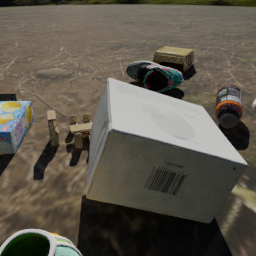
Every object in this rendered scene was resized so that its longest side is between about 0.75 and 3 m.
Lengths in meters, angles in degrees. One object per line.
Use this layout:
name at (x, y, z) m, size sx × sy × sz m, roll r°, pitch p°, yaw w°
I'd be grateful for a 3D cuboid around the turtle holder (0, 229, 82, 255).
turtle holder at (-1.252, 2.063, 3.273) m, size 1.388 × 1.297 × 1.827 m, roll 17°, pitch 33°, yaw 27°

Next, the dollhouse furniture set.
dollhouse furniture set at (-1.514, -0.065, 7.652) m, size 1.261 × 0.821 × 1.159 m, roll -8°, pitch 30°, yaw -14°

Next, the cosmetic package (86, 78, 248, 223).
cosmetic package at (0.533, 0.334, 5.613) m, size 2.394 × 1.476 × 2.401 m, roll 16°, pitch 27°, yaw -13°

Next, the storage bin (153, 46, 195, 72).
storage bin at (2.285, -3.460, 13.913) m, size 1.651 × 0.774 × 1.639 m, roll 15°, pitch 33°, yaw 25°

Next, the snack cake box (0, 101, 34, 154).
snack cake box at (-3.478, -0.072, 7.808) m, size 1.156 × 0.675 × 2.010 m, roll 0°, pitch 28°, yaw -3°

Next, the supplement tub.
supplement tub at (3.100, -0.643, 8.614) m, size 0.794 × 0.794 × 1.485 m, roll 8°, pitch 42°, yaw 14°

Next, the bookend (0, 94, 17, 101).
bookend at (-4.298, -0.596, 8.884) m, size 1.236 × 0.569 × 1.228 m, roll -2°, pitch 30°, yaw -5°

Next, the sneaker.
sneaker at (0.799, -2.020, 11.095) m, size 2.482 × 1.038 × 1.498 m, roll 15°, pitch 23°, yaw 24°
